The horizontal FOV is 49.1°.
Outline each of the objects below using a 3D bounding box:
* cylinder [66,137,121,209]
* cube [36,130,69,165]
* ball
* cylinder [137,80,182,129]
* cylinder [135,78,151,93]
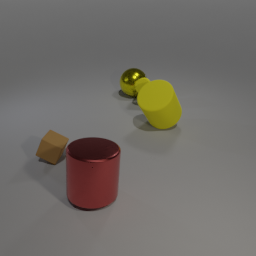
[{"bbox_3d":[-0.925,1.144,7.419,1.400,1.400,1.400,4,21,-1],"label":"cylinder"},{"bbox_3d":[-2.436,0.608,9.042,0.700,0.700,0.700,27,26,-5],"label":"cube"},{"bbox_3d":[0.281,-2.250,13.829,1.400,1.400,1.400,0,29,0],"label":"ball"},{"bbox_3d":[1.226,-0.883,10.713,1.400,1.400,1.400,-12,57,19],"label":"cylinder"},{"bbox_3d":[0.697,-1.905,12.643,0.700,0.700,0.700,4,13,7],"label":"cylinder"}]
